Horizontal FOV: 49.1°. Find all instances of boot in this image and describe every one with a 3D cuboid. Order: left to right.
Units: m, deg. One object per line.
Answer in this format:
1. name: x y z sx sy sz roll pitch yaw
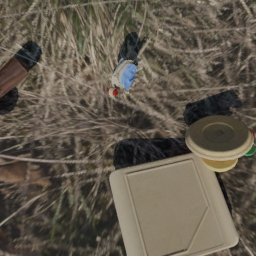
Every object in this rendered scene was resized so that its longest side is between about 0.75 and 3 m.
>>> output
1. boot: -3.007 -0.928 6.925 1.744 0.560 1.625 -42 61 -12

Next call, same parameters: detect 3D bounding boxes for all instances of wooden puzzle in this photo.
1. wooden puzzle: 0.928 1.732 6.076 2.312 0.430 2.139 -13 69 -8

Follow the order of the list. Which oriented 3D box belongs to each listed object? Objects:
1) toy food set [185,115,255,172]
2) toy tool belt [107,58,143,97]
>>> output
1. toy food set: 2.076 0.238 6.339 1.510 0.371 1.525 -28 40 -17
2. toy tool belt: -0.057 -1.177 6.844 0.615 0.625 1.002 21 85 29
